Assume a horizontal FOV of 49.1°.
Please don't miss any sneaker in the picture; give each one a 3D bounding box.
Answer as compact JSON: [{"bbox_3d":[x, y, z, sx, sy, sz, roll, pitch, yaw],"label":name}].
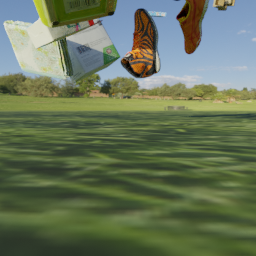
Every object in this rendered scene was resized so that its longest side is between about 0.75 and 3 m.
[{"bbox_3d":[0.236,-1.925,6.604,0.894,1.596,0.619,-25,23,-24],"label":"sneaker"},{"bbox_3d":[1.598,-2.756,7.370,0.732,0.693,1.899,-7,-37,1],"label":"sneaker"}]

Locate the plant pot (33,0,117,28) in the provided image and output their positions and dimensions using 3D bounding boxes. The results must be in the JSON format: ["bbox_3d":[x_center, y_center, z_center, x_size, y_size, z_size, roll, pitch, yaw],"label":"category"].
[{"bbox_3d":[-1.104,-3.086,5.281,1.907,1.730,1.897,-16,-8,-10],"label":"plant pot"}]

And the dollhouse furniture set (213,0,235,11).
[{"bbox_3d":[3.355,-3.988,7.968,0.793,1.261,1.426,-5,22,-39],"label":"dollhouse furniture set"}]

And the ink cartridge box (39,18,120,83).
[{"bbox_3d":[-1.805,-3.332,10.526,1.928,2.639,1.113,-35,9,-38],"label":"ink cartridge box"}]

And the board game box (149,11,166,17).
[{"bbox_3d":[0.956,-3.959,9.748,0.597,0.144,0.789,2,21,-6],"label":"board game box"}]

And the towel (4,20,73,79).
[{"bbox_3d":[-2.807,-2.489,9.000,2.033,1.740,0.489,13,48,14],"label":"towel"}]

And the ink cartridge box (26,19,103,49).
[{"bbox_3d":[-1.627,-2.715,7.353,1.008,0.583,1.735,0,30,48],"label":"ink cartridge box"}]
